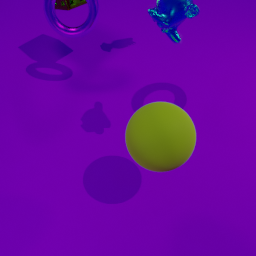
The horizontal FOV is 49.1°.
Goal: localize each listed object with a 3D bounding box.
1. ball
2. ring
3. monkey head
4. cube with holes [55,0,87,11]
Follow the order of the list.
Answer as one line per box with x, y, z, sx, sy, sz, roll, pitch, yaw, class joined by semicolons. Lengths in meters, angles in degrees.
0.604;0.165;5.252;1.307;1.307;1.307;0;54;0;ball
-1.461;-3.079;7.273;1.450;1.450;0.290;0;25;0;ring
0.876;-2.083;5.106;0.777;0.928;1.290;-37;38;15;monkey head
-1.731;-4.029;7.858;1.055;1.055;1.055;23;48;37;cube with holes
